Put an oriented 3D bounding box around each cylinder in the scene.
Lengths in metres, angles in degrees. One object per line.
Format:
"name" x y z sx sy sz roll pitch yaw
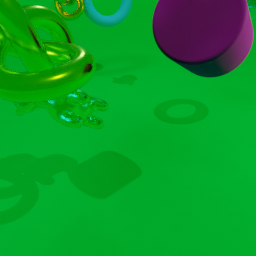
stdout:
"cylinder" 1.065 -1.343 3.852 1.144 1.144 1.144 19 10 26

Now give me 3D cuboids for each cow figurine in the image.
"cow figurine" -1.290 -0.455 5.186 1.472 0.821 1.496 17 3 27

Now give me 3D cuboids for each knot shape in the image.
"knot shape" -2.125 -4.219 8.871 1.378 1.472 0.680 -2 -11 -37
"knot shape" -1.247 -1.079 3.804 2.094 0.968 1.960 45 14 11

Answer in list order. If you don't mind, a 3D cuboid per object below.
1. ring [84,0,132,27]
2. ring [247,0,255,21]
"ring" -0.720 -4.428 9.573 1.868 1.868 0.374 -14 25 -19
"ring" 3.146 -2.725 6.364 1.771 0.354 1.771 -6 14 1
